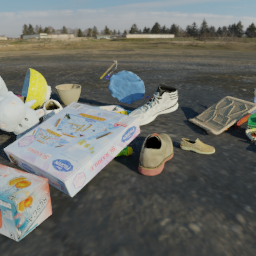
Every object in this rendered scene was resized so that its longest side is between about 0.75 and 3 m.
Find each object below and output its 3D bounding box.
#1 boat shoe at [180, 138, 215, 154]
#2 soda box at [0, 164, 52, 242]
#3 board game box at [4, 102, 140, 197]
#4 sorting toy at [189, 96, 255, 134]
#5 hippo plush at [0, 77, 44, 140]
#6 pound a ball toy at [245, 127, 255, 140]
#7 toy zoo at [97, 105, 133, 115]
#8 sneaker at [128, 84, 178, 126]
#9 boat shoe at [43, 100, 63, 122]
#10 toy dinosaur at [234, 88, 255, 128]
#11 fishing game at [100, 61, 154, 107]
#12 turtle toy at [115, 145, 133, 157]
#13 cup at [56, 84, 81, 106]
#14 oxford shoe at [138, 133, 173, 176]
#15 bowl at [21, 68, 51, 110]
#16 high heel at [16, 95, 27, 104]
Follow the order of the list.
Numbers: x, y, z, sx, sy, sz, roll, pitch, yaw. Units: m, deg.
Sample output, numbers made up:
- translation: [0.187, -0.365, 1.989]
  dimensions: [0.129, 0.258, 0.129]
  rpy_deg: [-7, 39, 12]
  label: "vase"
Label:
- translation: [2.287, 0.565, 9.238]
  dimensions: [1.146, 0.437, 0.411]
  rpy_deg: [8, 22, 21]
  label: "boat shoe"
- translation: [-3.145, 1.409, 6.242]
  dimensions: [2.938, 0.934, 1.005]
  rpy_deg: [10, 23, 27]
  label: "soda box"
- translation: [-1.634, 0.380, 8.312]
  dimensions: [2.896, 0.596, 2.889]
  rpy_deg: [17, 44, 38]
  label: "board game box"
- translation: [3.980, -0.372, 10.896]
  dimensions: [2.209, 0.440, 2.989]
  rpy_deg: [-30, 21, -5]
  label: "sorting toy"
- translation: [-4.446, -0.319, 10.230]
  dimensions: [2.267, 2.245, 2.819]
  rpy_deg: [37, -5, 32]
  label: "hippo plush"
- translation: [4.877, 0.263, 10.150]
  dimensions: [1.252, 0.532, 0.816]
  rpy_deg: [-8, 47, -22]
  label: "pound a ball toy"
- translation: [-1.211, -0.556, 12.452]
  dimensions: [2.958, 0.303, 1.941]
  rpy_deg: [-6, 21, -14]
  label: "toy zoo"
- translation: [0.972, -1.062, 11.471]
  dimensions: [2.391, 1.375, 0.902]
  rpy_deg: [-24, 49, -14]
  label: "sneaker"
- translation: [-3.274, -0.823, 12.316]
  dimensions: [0.917, 0.898, 2.590]
  rpy_deg: [-4, 21, -12]
  label: "boat shoe"
- translation: [5.342, -0.542, 12.254]
  dimensions: [2.093, 1.211, 2.307]
  rpy_deg: [11, 57, -8]
  label: "toy dinosaur"
- translation: [-0.042, -1.841, 12.708]
  dimensions: [2.442, 1.749, 0.380]
  rpy_deg: [36, 41, -11]
  label: "fishing game"
- translation: [-0.562, 0.474, 9.058]
  dimensions: [1.053, 0.730, 1.445]
  rpy_deg: [-13, 24, -31]
  label: "turtle toy"
- translation: [-3.092, -1.708, 14.655]
  dimensions: [1.299, 0.929, 1.299]
  rpy_deg: [1, 22, 0]
  label: "cup"
- translation: [0.951, 0.544, 8.618]
  dimensions: [0.850, 0.902, 2.412]
  rpy_deg: [6, 21, 15]
  label: "oxford shoe"
- translation: [-4.420, -1.746, 13.584]
  dimensions: [1.127, 2.094, 2.094]
  rpy_deg: [10, 14, -28]
  label: "bowl"
- translation: [-6.010, -0.905, 12.696]
  dimensions: [2.817, 0.949, 1.351]
  rpy_deg: [-30, 18, -35]
  label: "high heel"
